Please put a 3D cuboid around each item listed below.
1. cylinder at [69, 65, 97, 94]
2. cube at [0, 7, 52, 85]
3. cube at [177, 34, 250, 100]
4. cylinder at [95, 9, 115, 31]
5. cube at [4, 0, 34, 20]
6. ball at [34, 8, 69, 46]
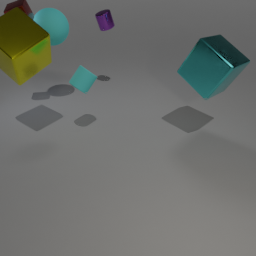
[{"bbox_3d":[-1.514,-1.635,9.468,0.700,0.700,0.700,34,5,-4],"label":"cylinder"},{"bbox_3d":[-3.360,-2.476,8.597,1.400,1.400,1.400,41,65,7],"label":"cube"},{"bbox_3d":[2.779,-2.007,9.159,1.400,1.400,1.400,-25,67,-43],"label":"cube"},{"bbox_3d":[-1.026,-4.804,12.481,0.700,0.700,0.700,-13,38,10],"label":"cylinder"},{"bbox_3d":[-3.787,-3.980,9.784,0.700,0.700,0.700,-17,44,6],"label":"cube"},{"bbox_3d":[-3.026,-3.959,10.993,1.400,1.400,1.400,0,31,0],"label":"ball"}]
